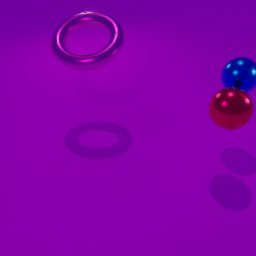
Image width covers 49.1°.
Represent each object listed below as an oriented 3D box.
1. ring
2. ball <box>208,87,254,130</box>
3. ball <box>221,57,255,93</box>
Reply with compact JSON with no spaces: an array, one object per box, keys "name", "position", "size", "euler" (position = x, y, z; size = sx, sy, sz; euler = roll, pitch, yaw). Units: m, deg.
[{"name":"ring","position":[-1.131,-2.467,7.864],"size":[2.080,0.416,2.080],"euler":[-2,61,4]},{"name":"ball","position":[2.399,-0.451,6.552],"size":[1.012,1.012,1.012],"euler":[0,40,0]},{"name":"ball","position":[2.920,-1.354,7.287],"size":[0.962,0.962,0.962],"euler":[0,40,0]}]
